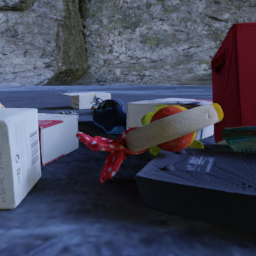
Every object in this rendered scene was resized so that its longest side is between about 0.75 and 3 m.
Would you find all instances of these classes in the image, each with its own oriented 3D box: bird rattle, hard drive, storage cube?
[{"bbox_3d":[0.461,0.028,4.680,2.362,1.331,1.926,-4,-16,-41],"label":"bird rattle"},{"bbox_3d":[1.683,0.795,3.995,2.788,0.590,1.880,4,12,21],"label":"hard drive"},{"bbox_3d":[3.316,-0.860,6.556,2.592,2.330,2.215,-1,-9,4],"label":"storage cube"}]

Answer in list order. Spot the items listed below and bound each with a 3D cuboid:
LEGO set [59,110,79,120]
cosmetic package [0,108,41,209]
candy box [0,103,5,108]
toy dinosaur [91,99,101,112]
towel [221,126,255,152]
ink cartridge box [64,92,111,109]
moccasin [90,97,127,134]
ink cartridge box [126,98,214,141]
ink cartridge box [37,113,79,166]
[{"bbox_3d":[-2.544,-0.477,11.019,1.076,0.469,1.656,3,11,15],"label":"LEGO set"},{"bbox_3d":[-2.281,0.390,4.281,1.523,1.274,1.267,-1,12,0],"label":"cosmetic package"},{"bbox_3d":[-4.082,-0.603,8.241,0.532,1.110,1.923,-45,-6,-11],"label":"candy box"},{"bbox_3d":[-1.153,-0.899,13.350,1.235,0.703,2.326,24,-1,-36],"label":"toy dinosaur"},{"bbox_3d":[2.792,0.257,5.429,1.637,0.242,2.233,-5,-13,25],"label":"towel"},{"bbox_3d":[-2.325,-1.548,15.679,2.413,0.818,1.389,-6,12,-30],"label":"ink cartridge box"},{"bbox_3d":[-0.538,-0.543,9.865,1.202,1.019,2.987,-4,12,-21],"label":"moccasin"},{"bbox_3d":[1.412,-0.271,8.334,1.823,1.062,2.519,9,14,40],"label":"ink cartridge box"},{"bbox_3d":[-2.435,0.161,6.560,2.081,0.862,1.527,4,12,18],"label":"ink cartridge box"}]
